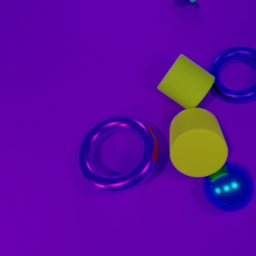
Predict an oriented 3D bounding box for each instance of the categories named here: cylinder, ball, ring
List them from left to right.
[{"bbox_3d":[-0.264,0.564,6.533,1.989,0.398,1.989,-8,58,13],"label":"ring"},{"bbox_3d":[1.422,-1.115,6.924,1.015,1.015,1.015,35,75,0],"label":"cylinder"},{"bbox_3d":[1.528,0.294,6.282,1.167,1.167,1.167,3,117,6],"label":"cylinder"},{"bbox_3d":[2.219,1.307,6.228,1.088,1.088,1.088,0,72,0],"label":"ball"},{"bbox_3d":[2.857,-1.398,7.265,1.546,0.309,1.546,-5,74,17],"label":"ring"}]

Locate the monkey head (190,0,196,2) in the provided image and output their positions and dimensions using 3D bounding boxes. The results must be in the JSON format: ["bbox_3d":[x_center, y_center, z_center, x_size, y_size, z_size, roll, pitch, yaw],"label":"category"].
[{"bbox_3d":[1.503,-4.088,7.860,0.701,0.837,1.163,-20,75,-26],"label":"monkey head"}]
